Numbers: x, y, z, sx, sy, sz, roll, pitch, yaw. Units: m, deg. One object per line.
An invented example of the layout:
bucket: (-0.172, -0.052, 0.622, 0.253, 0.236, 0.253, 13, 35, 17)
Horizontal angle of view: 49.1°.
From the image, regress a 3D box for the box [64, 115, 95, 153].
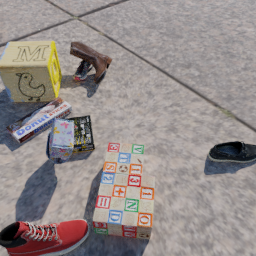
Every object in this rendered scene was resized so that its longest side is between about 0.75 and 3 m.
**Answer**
box: (-2.008, 0.227, 10.986, 1.272, 0.393, 1.592, -10, 48, -6)

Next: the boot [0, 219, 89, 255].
boot: (-2.230, 2.886, 7.688, 2.302, 1.660, 0.833, -15, 49, -14)

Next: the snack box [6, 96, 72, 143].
snack box: (-3.612, -0.393, 11.591, 0.930, 0.315, 2.587, 35, 57, 28)

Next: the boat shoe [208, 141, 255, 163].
boat shoe: (3.991, 0.786, 10.280, 1.991, 0.660, 0.744, 1, 48, 0)

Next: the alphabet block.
alphabet block: (-4.218, -2.504, 12.405, 2.070, 2.022, 2.033, -2, 49, 0)

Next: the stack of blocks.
stack of blocks: (-0.003, 1.908, 9.103, 1.708, 0.869, 2.967, 4, 47, 4)

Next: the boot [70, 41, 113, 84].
boot: (-1.998, -3.196, 13.371, 2.122, 0.682, 1.978, 28, 47, -7)

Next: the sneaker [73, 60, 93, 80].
sneaker: (-2.240, -2.927, 13.723, 0.650, 0.602, 1.613, 11, 49, 10)

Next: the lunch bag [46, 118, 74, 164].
lunch bag: (-2.354, 0.504, 9.643, 0.858, 1.349, 1.144, 7, 59, -18)
